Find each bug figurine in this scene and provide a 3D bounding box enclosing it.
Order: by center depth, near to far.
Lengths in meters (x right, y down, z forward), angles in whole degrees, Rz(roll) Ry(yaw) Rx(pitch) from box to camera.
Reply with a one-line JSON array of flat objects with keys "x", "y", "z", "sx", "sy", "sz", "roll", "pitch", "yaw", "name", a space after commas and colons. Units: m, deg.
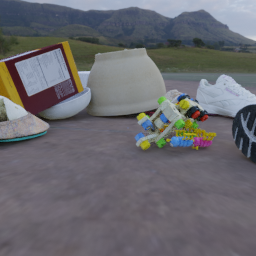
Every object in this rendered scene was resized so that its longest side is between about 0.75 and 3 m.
[{"x": 1.063, "y": 0.178, "z": 5.637, "sx": 1.120, "sy": 0.372, "sz": 1.444, "roll": 2, "pitch": 8, "yaw": -18, "name": "bug figurine"}]

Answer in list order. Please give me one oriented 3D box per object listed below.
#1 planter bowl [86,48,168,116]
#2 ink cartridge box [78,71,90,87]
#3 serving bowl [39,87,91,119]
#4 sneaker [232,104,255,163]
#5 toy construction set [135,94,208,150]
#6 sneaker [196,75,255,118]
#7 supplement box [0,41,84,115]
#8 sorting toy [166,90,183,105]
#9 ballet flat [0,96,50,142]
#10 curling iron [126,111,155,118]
[{"x": -0.133, "y": -1.629, "z": 9.314, "sx": 2.788, "sy": 1.876, "sz": 2.788, "roll": -7, "pitch": 15, "yaw": 2, "name": "planter bowl"}, {"x": -1.533, "y": -2.297, "z": 14.388, "sx": 2.059, "sy": 1.208, "sz": 2.812, "roll": 11, "pitch": 16, "yaw": 38, "name": "ink cartridge box"}, {"x": -1.883, "y": -0.673, "z": 8.427, "sx": 1.701, "sy": 0.560, "sz": 1.701, "roll": -13, "pitch": 21, "yaw": 5, "name": "serving bowl"}, {"x": 2.835, "y": 0.242, "z": 4.479, "sx": 1.107, "sy": 0.958, "sz": 2.453, "roll": 0, "pitch": 17, "yaw": -35, "name": "sneaker"}, {"x": 0.930, "y": -0.145, "z": 5.880, "sx": 1.262, "sy": 0.887, "sz": 1.925, "roll": -43, "pitch": -9, "yaw": 20, "name": "toy construction set"}, {"x": 3.173, "y": -0.922, "z": 8.372, "sx": 2.550, "sy": 1.270, "sz": 0.955, "roll": 12, "pitch": 17, "yaw": 38, "name": "sneaker"}, {"x": -2.916, "y": -1.323, "z": 7.948, "sx": 2.185, "sy": 1.471, "sz": 2.215, "roll": 4, "pitch": 29, "yaw": 41, "name": "supplement box"}, {"x": 1.390, "y": -0.878, "z": 9.763, "sx": 1.115, "sy": 0.662, "sz": 1.239, "roll": -9, "pitch": 15, "yaw": -5, "name": "sorting toy"}, {"x": -2.796, "y": -0.122, "z": 5.538, "sx": 1.001, "sy": 0.989, "sz": 2.941, "roll": 8, "pitch": 15, "yaw": 33, "name": "ballet flat"}, {"x": 0.579, "y": -0.404, "z": 8.446, "sx": 1.661, "sy": 0.212, "sz": 0.412, "roll": 9, "pitch": 16, "yaw": 33, "name": "curling iron"}]
